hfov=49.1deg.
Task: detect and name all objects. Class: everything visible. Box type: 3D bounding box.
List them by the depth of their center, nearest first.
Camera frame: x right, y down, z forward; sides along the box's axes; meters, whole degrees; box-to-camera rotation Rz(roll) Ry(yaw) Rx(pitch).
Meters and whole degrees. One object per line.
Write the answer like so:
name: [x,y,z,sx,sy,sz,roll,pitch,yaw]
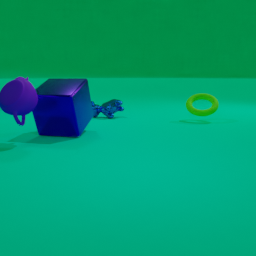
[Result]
teapot: [-2.539,-0.722,6.633,0.907,1.459,0.714,-15,-26,15]
cube: [-1.789,-0.587,7.735,1.224,1.224,1.224,2,31,13]
ring: [2.629,-0.832,9.943,1.135,0.227,1.135,-6,44,6]
cow figurine: [-0.869,-0.784,10.794,1.161,0.637,1.142,-33,37,-27]
